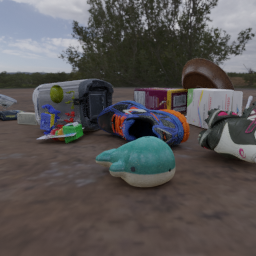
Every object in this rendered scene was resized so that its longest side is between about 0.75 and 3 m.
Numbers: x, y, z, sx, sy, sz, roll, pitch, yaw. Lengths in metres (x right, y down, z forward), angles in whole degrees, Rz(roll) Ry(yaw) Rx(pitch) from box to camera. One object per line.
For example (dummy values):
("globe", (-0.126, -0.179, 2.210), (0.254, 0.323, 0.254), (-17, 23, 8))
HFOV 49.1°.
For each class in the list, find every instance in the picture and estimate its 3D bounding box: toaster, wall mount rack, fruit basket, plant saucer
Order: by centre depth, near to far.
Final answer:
("fruit basket", (-1.756, 0.112, 7.419), (1.021, 0.479, 0.946), (-1, 10, 10))
("toaster", (-1.676, -0.711, 8.930), (1.818, 1.599, 2.815), (-1, 9, 18))
("wall mount rack", (3.651, -0.760, 10.761), (2.665, 0.994, 2.315), (6, 8, 34))
("plant saucer", (3.419, -1.743, 12.622), (0.522, 2.854, 2.854), (-39, 28, -23))

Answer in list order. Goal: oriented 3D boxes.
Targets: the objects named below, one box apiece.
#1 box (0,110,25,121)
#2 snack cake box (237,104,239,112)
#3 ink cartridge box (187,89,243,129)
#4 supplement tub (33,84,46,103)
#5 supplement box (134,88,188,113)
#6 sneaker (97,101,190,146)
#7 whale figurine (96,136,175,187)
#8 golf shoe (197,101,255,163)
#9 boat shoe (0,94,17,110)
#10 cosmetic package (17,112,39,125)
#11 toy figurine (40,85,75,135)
("box", (-4.800, -0.535, 11.464), (0.933, 0.302, 1.183), (-10, 13, -39))
("snack cake box", (4.658, -1.032, 13.538), (1.305, 0.438, 0.750), (1, 7, -32))
("ink cartridge box", (2.745, -0.635, 9.179), (0.735, 1.278, 2.182), (-2, 9, -15))
("supplement tub", (-3.737, -1.587, 14.308), (1.380, 1.380, 2.253), (2, 11, 9))
("supplement box", (1.542, -1.317, 13.394), (2.217, 1.144, 1.451), (11, 16, 43))
("sneaker", (0.140, -0.108, 7.226), (2.800, 1.055, 1.098), (7, 17, 42))
("whale figurine", (0.102, 0.470, 4.645), (1.410, 0.731, 1.121), (9, 14, 41))
("golf shoe", (2.885, 0.162, 6.209), (2.964, 1.144, 1.305), (-12, 34, -36))
("boat shoe", (-5.161, -1.056, 11.796), (0.480, 0.554, 1.300), (24, 0, 3))
("cosmetic package", (-3.549, -0.342, 10.108), (0.799, 0.413, 0.348), (5, 12, 15))
("toy figurine", (-1.965, -0.311, 7.447), (0.780, 1.478, 0.886), (17, 24, 11))
